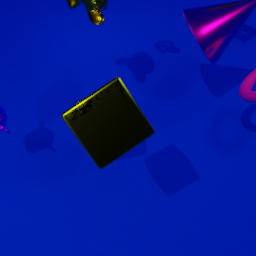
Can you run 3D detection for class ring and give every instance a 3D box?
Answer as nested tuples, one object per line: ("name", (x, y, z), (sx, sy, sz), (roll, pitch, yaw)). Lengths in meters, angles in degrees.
("ring", (3.066, -1.045, 6.213), (0.247, 1.236, 1.236), (44, 55, -20))

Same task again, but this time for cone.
("cone", (2.451, -2.660, 6.824), (1.628, 1.622, 1.622), (-29, 48, 26))

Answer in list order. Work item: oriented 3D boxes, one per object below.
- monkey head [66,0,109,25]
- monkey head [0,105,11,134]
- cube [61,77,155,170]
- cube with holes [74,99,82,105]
("monkey head", (-1.050, -3.266, 6.642), (1.272, 1.768, 1.066), (-15, 16, 18))
("monkey head", (-3.100, -0.274, 6.136), (0.737, 0.880, 1.223), (-32, 71, -8))
("cube", (-0.283, -0.107, 3.957), (0.882, 0.882, 0.882), (-34, 100, -1))
("cube with holes", (-0.694, -0.223, 6.080), (0.758, 0.758, 0.758), (-20, 30, 6))
